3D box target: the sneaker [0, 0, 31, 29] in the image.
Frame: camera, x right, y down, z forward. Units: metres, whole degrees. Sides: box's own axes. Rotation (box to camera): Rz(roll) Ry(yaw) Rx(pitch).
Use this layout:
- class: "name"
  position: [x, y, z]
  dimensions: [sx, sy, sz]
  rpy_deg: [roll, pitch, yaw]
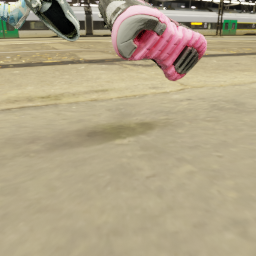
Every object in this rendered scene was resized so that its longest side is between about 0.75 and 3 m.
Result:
- class: "sneaker"
  position: [-3.128, -3.277, 7.651]
  dimensions: [0.761, 1.166, 0.464]
  rpy_deg: [17, 48, -37]

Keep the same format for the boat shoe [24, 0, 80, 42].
- class: "boat shoe"
  position: [-2.105, -3.297, 7.116]
  dimensions: [0.999, 2.743, 0.847]
  rpy_deg: [-35, 51, 5]

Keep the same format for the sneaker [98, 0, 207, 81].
- class: "sneaker"
  position: [0.493, -1.756, 5.251]
  dimensions: [2.726, 1.077, 1.300]
  rpy_deg: [10, 37, -53]

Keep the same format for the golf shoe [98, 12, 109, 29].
- class: "golf shoe"
  position: [-0.440, -3.375, 8.939]
  dimensions: [0.646, 1.368, 0.532]
  rpy_deg: [-32, 53, 14]
